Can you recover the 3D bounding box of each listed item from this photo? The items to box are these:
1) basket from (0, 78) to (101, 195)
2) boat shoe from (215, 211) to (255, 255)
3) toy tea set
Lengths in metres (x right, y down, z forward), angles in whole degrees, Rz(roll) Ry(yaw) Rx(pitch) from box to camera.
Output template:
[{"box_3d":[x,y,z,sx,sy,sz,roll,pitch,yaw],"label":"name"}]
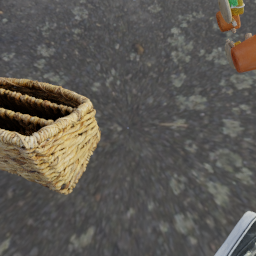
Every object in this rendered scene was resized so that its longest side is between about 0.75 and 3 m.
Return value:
[{"box_3d":[-2.087,-0.280,5.500,2.789,2.078,1.991,16,60,20],"label":"basket"},{"box_3d":[1.673,2.131,4.192,0.615,0.682,1.930,16,58,49],"label":"boat shoe"},{"box_3d":[2.501,-2.397,6.012,0.964,2.604,1.549,-18,27,15],"label":"toy tea set"}]
